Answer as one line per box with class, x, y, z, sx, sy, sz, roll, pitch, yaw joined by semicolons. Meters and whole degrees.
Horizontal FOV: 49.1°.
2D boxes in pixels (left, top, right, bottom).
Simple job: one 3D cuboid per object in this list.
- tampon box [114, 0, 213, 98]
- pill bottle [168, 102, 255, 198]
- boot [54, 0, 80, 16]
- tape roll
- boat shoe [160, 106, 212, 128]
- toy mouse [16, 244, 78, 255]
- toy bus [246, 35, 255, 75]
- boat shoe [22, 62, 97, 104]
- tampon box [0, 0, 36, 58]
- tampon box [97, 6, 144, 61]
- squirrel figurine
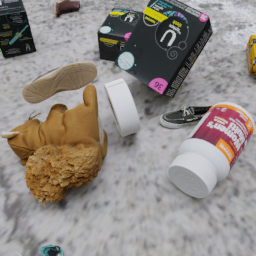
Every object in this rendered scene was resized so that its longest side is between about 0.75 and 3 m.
tampon box;1.053;-2.290;8.039;1.713;1.443;2.286;34;103;17
pill bottle;2.061;0.505;6.908;1.281;1.281;2.339;31;58;22
boot;-2.605;-5.195;12.043;0.983;0.427;1.182;1;48;3
tape roll;-0.164;-0.535;7.348;0.518;1.480;1.480;-19;53;-5
boat shoe;1.730;-0.403;8.119;1.642;0.523;0.580;-7;51;-6
toy mouse;-1.532;2.849;5.675;1.132;0.246;1.274;-23;55;-17
toy bus;4.525;-2.475;9.631;0.636;0.764;1.953;10;52;6
boat shoe;-1.629;-1.144;6.653;1.807;0.650;0.585;-26;32;-10
tampon box;-4.095;-3.532;9.924;1.207;1.611;1.017;-16;53;-15
tampon box;-0.165;-3.357;10.114;1.338;1.127;1.786;13;52;10
squirrel figurine;-1.804;0.456;6.720;2.369;1.796;2.538;-6;48;4
